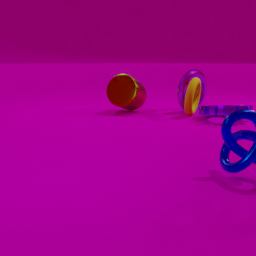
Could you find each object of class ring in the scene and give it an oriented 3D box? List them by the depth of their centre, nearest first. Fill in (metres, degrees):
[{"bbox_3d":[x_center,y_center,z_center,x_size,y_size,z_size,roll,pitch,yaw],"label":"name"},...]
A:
[{"bbox_3d":[2.272,-1.096,9.794,0.268,1.339,1.339,14,19,23],"label":"ring"},{"bbox_3d":[2.415,-1.395,10.482,1.582,1.582,0.316,-12,21,-39],"label":"ring"}]

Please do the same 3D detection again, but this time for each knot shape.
[{"bbox_3d":[1.921,0.325,4.691,0.505,1.023,1.094,-13,61,-44],"label":"knot shape"}]

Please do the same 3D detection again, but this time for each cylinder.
[{"bbox_3d":[-0.033,-1.289,10.328,1.174,1.174,1.174,6,-2,21],"label":"cylinder"}]

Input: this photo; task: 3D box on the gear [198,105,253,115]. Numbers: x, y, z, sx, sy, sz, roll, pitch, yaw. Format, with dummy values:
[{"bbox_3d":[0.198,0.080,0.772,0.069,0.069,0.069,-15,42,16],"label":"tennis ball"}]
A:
[{"bbox_3d":[3.189,-0.585,9.225,1.669,0.309,1.669,0,4,0],"label":"gear"}]
